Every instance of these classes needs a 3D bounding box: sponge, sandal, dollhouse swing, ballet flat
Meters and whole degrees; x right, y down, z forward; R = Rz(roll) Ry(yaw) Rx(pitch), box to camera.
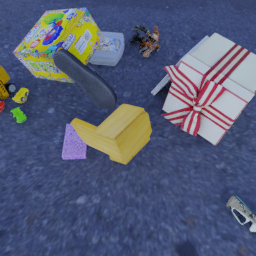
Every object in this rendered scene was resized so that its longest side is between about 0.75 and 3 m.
[{"bbox_3d":[-1.834,0.451,9.832,0.794,0.212,1.424,-1,50,-1],"label":"sponge"},{"bbox_3d":[-1.243,-1.617,8.954,2.492,0.947,0.533,44,47,-10],"label":"sandal"},{"bbox_3d":[-0.486,-0.013,8.793,1.672,1.902,1.729,37,74,27],"label":"dollhouse swing"},{"bbox_3d":[3.467,2.585,7.990,0.557,0.502,1.480,-47,57,-6],"label":"ballet flat"}]

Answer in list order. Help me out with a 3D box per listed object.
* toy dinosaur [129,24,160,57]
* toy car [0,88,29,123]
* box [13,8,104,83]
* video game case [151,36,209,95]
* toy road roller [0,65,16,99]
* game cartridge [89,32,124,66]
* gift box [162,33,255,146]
[{"bbox_3d":[0.919,-4.175,13.322,1.467,1.104,2.162,26,35,2],"label":"toy dinosaur"},{"bbox_3d":[-4.332,-0.690,10.644,1.740,0.388,1.638,-30,58,-24],"label":"toy car"},{"bbox_3d":[-2.587,-3.124,10.587,2.258,1.430,2.344,13,64,35],"label":"box"},{"bbox_3d":[1.957,-2.326,10.753,0.216,2.475,1.769,46,60,0],"label":"video game case"},{"bbox_3d":[-5.132,-1.706,10.848,0.841,1.369,0.999,10,47,32],"label":"toy road roller"},{"bbox_3d":[-0.952,-3.789,13.179,1.507,0.470,2.263,4,51,9],"label":"game cartridge"},{"bbox_3d":[2.744,-1.323,9.774,2.926,2.700,2.732,33,54,19],"label":"gift box"}]
